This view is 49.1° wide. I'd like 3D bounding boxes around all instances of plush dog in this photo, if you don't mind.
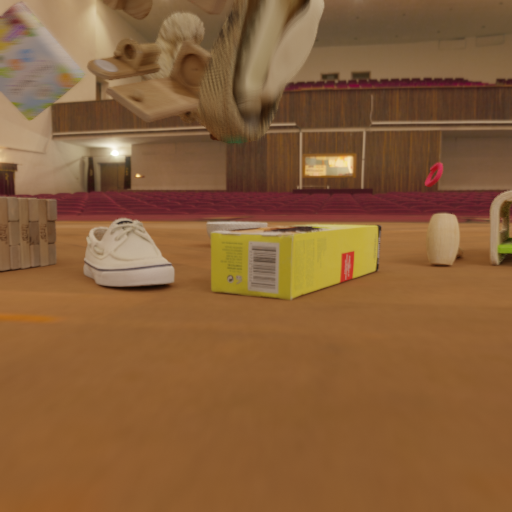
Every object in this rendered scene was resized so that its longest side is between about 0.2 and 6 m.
[{"bbox_3d":[-1.182,-3.194,10.718,1.932,2.250,1.805,22,48,18],"label":"plush dog"}]

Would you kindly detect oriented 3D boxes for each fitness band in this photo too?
[{"bbox_3d":[3.326,-1.513,10.470,0.103,0.397,0.552,22,-17,-4],"label":"fitness band"}]

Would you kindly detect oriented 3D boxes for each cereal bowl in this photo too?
[{"bbox_3d":[-0.360,-0.394,10.555,1.149,0.479,1.149,-1,5,0],"label":"cereal bowl"}]

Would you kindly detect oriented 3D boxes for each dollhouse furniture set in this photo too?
[{"bbox_3d":[-1.448,-3.308,7.765,1.870,1.966,1.602,36,33,8],"label":"dollhouse furniture set"}]

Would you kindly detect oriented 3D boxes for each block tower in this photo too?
[{"bbox_3d":[-3.549,-0.210,6.121,0.972,0.908,3.364,2,6,18],"label":"block tower"}]

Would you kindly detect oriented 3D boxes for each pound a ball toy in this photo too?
[{"bbox_3d":[3.621,-0.523,7.952,1.852,1.207,2.841,3,6,28],"label":"pound a ball toy"}]

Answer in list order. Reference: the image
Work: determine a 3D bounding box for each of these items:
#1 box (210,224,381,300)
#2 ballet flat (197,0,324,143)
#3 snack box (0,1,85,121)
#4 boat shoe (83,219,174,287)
[{"bbox_3d":[0.527,-0.018,5.779,0.883,0.588,2.345,3,5,29],"label":"box"},{"bbox_3d":[0.265,-2.196,4.661,0.903,2.661,1.002,13,11,-34],"label":"ballet flat"},{"bbox_3d":[-4.163,-3.478,10.118,1.333,1.580,0.535,-31,31,19],"label":"snack box"},{"bbox_3d":[-1.376,-0.060,5.820,0.663,0.653,1.870,-3,6,-28],"label":"boat shoe"}]
